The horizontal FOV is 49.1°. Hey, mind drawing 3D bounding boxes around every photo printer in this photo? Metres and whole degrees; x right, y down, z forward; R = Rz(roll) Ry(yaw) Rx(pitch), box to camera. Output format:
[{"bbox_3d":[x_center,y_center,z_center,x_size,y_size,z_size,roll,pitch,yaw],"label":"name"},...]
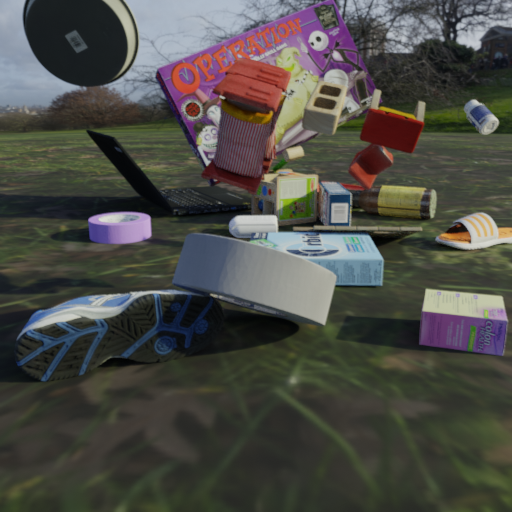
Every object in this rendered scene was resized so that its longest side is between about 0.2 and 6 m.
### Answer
[{"bbox_3d":[-0.062,-0.607,11.613,0.998,0.347,0.830,0,17,0],"label":"photo printer"}]

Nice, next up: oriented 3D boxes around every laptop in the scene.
[{"bbox_3d":[-2.148,-2.277,14.600,3.779,1.952,3.349,-8,18,-25],"label":"laptop"}]

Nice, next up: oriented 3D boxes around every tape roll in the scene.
[{"bbox_3d":[-0.021,0.298,6.520,1.824,0.603,1.824,15,-8,2],"label":"tape roll"},{"bbox_3d":[-2.777,-0.578,11.434,1.222,0.401,1.222,-1,16,0],"label":"tape roll"}]

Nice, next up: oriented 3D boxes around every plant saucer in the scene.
[{"bbox_3d":[2.461,-1.647,15.177,1.777,0.327,1.780,9,17,16],"label":"plant saucer"}]

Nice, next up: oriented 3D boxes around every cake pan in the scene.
[{"bbox_3d":[-3.011,-3.751,9.562,1.977,1.977,0.363,0,43,0],"label":"cake pan"}]

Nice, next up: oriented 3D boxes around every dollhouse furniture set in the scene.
[{"bbox_3d":[0.684,-1.432,7.086,2.499,1.345,1.016,17,45,6],"label":"dollhouse furniture set"}]

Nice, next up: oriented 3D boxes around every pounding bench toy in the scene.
[{"bbox_3d":[0.605,-1.701,12.950,1.074,1.728,1.348,-8,18,-27],"label":"pounding bench toy"}]

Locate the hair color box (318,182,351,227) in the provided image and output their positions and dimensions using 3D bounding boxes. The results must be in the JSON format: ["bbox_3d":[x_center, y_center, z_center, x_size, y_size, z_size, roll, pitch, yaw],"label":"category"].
[{"bbox_3d":[1.722,-1.115,12.496,0.509,0.842,1.683,0,15,0],"label":"hair color box"}]

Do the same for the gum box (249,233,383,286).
[{"bbox_3d":[0.900,0.018,9.199,2.078,0.463,1.765,1,16,3],"label":"gum box"}]

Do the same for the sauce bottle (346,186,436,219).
[{"bbox_3d":[3.126,-1.337,13.500,2.283,0.739,0.739,9,18,27],"label":"sauce bottle"}]

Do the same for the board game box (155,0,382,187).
[{"bbox_3d":[0.381,-3.838,12.983,4.654,2.793,0.752,-28,0,-15],"label":"board game box"}]

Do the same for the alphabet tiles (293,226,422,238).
[{"bbox_3d":[1.812,-0.450,10.564,2.224,0.084,1.859,2,-1,5],"label":"alphabet tiles"}]

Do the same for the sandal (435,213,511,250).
[{"bbox_3d":[4.417,-0.554,10.930,2.148,0.615,0.823,-7,17,-24],"label":"sandal"}]

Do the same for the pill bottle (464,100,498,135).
[{"bbox_3d":[3.777,-2.350,9.451,0.333,0.333,0.600,-6,52,-22],"label":"pill bottle"}]

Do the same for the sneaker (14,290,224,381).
[{"bbox_3d":[-1.439,0.696,6.113,2.207,0.835,0.850,-4,20,-20],"label":"sneaker"}]

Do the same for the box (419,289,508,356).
[{"bbox_3d":[2.427,0.762,6.611,0.909,0.440,0.800,4,16,18],"label":"box"}]
